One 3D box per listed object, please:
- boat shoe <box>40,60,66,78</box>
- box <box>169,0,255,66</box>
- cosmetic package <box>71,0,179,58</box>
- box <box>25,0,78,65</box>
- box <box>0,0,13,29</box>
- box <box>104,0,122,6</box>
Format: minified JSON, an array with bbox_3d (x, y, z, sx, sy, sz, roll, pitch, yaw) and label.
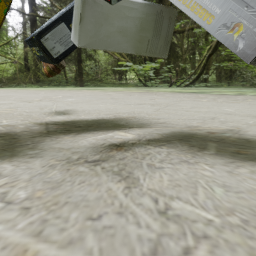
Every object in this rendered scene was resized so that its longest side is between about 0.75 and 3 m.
[{"bbox_3d":[-2.743,-2.427,9.761,0.778,0.735,2.162,43,11,-32],"label":"boat shoe"},{"bbox_3d":[1.368,-2.120,4.650,2.829,0.684,2.241,47,30,17],"label":"box"},{"bbox_3d":[-0.074,-1.666,4.518,1.556,0.837,0.660,3,25,-21],"label":"cosmetic package"},{"bbox_3d":[-1.013,-2.733,6.693,2.998,0.765,2.364,-42,27,-9],"label":"box"},{"bbox_3d":[-2.914,-2.506,4.158,2.335,1.479,2.424,23,38,-31],"label":"box"},{"bbox_3d":[-0.596,-2.270,3.355,0.302,1.035,1.512,-35,58,-16],"label":"box"}]
